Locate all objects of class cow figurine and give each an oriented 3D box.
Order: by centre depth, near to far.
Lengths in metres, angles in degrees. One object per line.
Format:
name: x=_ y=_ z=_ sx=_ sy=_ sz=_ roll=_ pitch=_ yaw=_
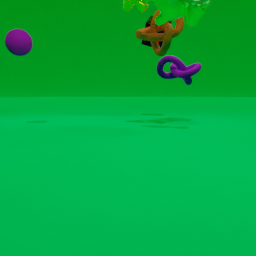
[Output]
cow figurine: x=1.188 y=-2.981 z=6.681 sx=1.297 sy=1.319 sz=0.724 roll=-21 pitch=21 yaw=32

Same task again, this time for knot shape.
knot shape: x=1.062 y=-3.045 z=8.599 sx=1.516 sy=1.419 sz=0.701 roll=47 pitch=7 yaw=37
knot shape: x=1.777 y=-2.120 z=10.211 sx=1.488 sy=0.735 sz=1.590 roll=14 pitch=1 yaw=-5

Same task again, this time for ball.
ball: x=-3.365 y=-2.638 z=8.647 sx=0.801 sy=0.801 sz=0.801 roll=0 pitch=7 yaw=0

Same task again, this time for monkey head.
monkey head: x=0.266 y=-3.716 z=8.068 sx=1.110 sy=0.799 sz=0.669 roll=-43 pitch=11 yaw=32

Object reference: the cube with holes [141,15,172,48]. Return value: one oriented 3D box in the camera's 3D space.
cube with holes: x=1.191 y=-3.972 z=11.672 sx=0.924 sy=0.924 sz=0.924 roll=19 pitch=42 yaw=6
